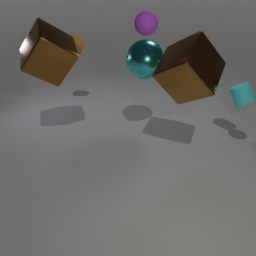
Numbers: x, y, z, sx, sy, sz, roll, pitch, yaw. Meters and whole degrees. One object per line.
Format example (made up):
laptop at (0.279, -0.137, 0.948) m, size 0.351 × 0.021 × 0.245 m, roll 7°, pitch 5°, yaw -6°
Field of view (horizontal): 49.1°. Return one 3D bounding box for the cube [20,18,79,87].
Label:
cube at (-2.697, -2.540, 9.500) m, size 1.400 × 1.400 × 1.400 m, roll 21°, pitch 33°, yaw -37°

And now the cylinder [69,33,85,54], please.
cylinder at (-2.292, -3.633, 12.075) m, size 0.700 × 0.700 × 0.700 m, roll 19°, pitch 22°, yaw -22°

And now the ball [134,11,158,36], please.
ball at (0.540, -3.105, 8.314) m, size 0.700 × 0.700 × 0.700 m, roll 0°, pitch 29°, yaw 0°

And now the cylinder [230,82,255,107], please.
cylinder at (4.155, -1.217, 10.182) m, size 0.700 × 0.700 × 0.700 m, roll -21°, pitch 9°, yaw 4°

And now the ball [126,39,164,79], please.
ball at (0.614, -2.469, 10.126) m, size 1.400 × 1.400 × 1.400 m, roll 0°, pitch 29°, yaw 0°

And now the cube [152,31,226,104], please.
cube at (1.875, -1.786, 8.569) m, size 1.400 × 1.400 × 1.400 m, roll -12°, pitch 43°, yaw 51°
